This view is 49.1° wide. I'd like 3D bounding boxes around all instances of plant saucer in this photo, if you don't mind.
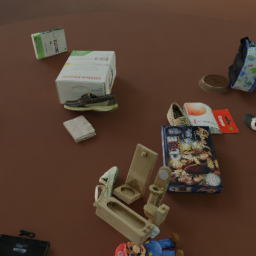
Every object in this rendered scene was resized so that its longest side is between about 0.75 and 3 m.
[{"bbox_3d":[4.274,-2.213,13.670,1.572,0.271,1.572,-1,40,1],"label":"plant saucer"}]

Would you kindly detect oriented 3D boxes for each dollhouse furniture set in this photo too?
[{"bbox_3d":[0.299,1.631,7.500,1.783,1.528,1.875,28,21,28],"label":"dollhouse furniture set"}]

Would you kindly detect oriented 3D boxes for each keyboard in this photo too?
[{"bbox_3d":[-2.754,3.085,7.324,1.395,0.179,0.838,6,46,7],"label":"keyboard"}]

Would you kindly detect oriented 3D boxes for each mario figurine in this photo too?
[{"bbox_3d":[0.518,2.990,6.826,1.669,0.885,1.030,-3,9,-14],"label":"mario figurine"}]

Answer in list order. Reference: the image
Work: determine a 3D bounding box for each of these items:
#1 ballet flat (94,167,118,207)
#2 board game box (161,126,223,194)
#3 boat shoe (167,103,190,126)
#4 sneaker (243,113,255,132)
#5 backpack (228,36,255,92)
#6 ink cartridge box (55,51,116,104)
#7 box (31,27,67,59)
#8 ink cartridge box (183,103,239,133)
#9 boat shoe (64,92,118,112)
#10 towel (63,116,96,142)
[{"bbox_3d":[-0.681,1.747,8.576,0.514,0.556,1.648,23,39,-9],"label":"ballet flat"},{"bbox_3d":[2.044,0.971,9.406,1.716,0.438,2.533,0,47,1],"label":"board game box"},{"bbox_3d":[2.023,-0.151,10.776,0.716,0.645,1.986,-6,48,-10],"label":"boat shoe"},{"bbox_3d":[5.237,-0.152,10.717,0.724,0.865,1.954,-16,41,-16],"label":"sneaker"},{"bbox_3d":[5.682,-2.772,12.926,1.640,2.042,2.231,17,40,8],"label":"backpack"},{"bbox_3d":[-1.834,-2.392,13.045,2.168,1.305,2.984,3,39,5],"label":"ink cartridge box"},{"bbox_3d":[-4.457,-4.849,15.999,1.872,1.351,0.340,-27,44,-29],"label":"box"},{"bbox_3d":[3.346,-0.429,11.345,1.933,0.485,1.568,-3,40,0],"label":"ink cartridge box"},{"bbox_3d":[-1.557,-1.125,11.669,2.359,0.764,0.863,1,16,14],"label":"boat shoe"},{"bbox_3d":[-1.911,0.008,10.996,0.884,0.230,1.334,-22,44,-26],"label":"towel"}]
